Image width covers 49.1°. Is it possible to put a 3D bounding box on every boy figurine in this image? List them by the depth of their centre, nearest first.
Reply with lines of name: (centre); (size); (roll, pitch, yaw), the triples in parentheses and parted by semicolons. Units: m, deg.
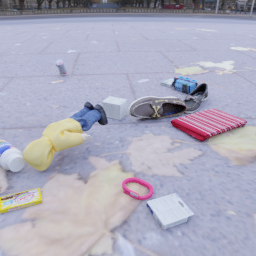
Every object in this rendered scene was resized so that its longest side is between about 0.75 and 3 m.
boy figurine: (-1.917, 0.239, 8.841); (1.795, 0.930, 2.887); (14, 45, 40)

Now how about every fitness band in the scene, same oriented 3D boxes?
fitness band: (0.261, 1.668, 7.745); (0.922, 0.172, 0.662); (21, 32, 33)

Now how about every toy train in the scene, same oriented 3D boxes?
toy train: (2.979, -2.285, 14.827); (0.880, 0.668, 1.541); (-29, 39, -33)

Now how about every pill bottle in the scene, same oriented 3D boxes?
pill bottle: (-3.720, 0.877, 8.669); (1.229, 0.689, 0.689); (23, 35, 37)

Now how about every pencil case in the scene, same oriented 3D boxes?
pencil case: (-4.008, -3.638, 16.849); (0.500, 1.103, 0.458); (-15, 65, -5)

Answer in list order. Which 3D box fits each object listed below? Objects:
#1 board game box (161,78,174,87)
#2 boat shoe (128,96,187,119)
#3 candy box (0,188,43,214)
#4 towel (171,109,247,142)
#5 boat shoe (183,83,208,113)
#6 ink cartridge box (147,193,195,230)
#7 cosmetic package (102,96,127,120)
board game box: (2.420, -2.564, 15.847); (1.008, 0.173, 0.678); (-24, 35, -38)
boat shoe: (1.282, -0.817, 11.740); (2.555, 0.918, 0.760); (-7, 24, -25)
candy box: (-2.808, 1.888, 7.331); (1.043, 0.138, 0.533); (-11, 32, -20)
towel: (3.211, -0.198, 11.192); (2.564, 0.288, 1.854); (-15, 29, -30)
boat shoe: (3.129, -1.456, 13.110); (0.854, 0.728, 2.553); (16, 31, 28)
ink cartridge box: (1.045, 2.048, 6.971); (0.886, 0.192, 0.870); (-10, 29, -22)
cosmetic package: (-0.566, -0.858, 11.976); (0.860, 0.716, 0.720); (13, 30, 21)
